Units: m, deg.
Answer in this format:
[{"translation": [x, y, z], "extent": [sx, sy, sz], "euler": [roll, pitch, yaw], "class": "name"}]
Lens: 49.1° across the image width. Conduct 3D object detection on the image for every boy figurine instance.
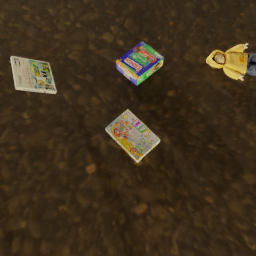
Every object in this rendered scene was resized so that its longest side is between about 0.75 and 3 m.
[{"translation": [3.395, -2.078, 8.620], "extent": [1.881, 0.606, 1.170], "euler": [14, 86, 12], "class": "boy figurine"}]

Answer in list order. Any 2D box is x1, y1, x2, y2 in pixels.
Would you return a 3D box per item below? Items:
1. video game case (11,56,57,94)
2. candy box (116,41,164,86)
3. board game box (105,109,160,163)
[{"translation": [-2.755, -1.543, 8.165], "extent": [1.135, 0.137, 1.245], "euler": [3, 52, -36], "class": "video game case"}, {"translation": [0.364, -2.028, 8.758], "extent": [1.161, 0.447, 0.982], "euler": [-41, 67, -15], "class": "candy box"}, {"translation": [0.126, 0.203, 7.913], "extent": [0.888, 0.226, 1.320], "euler": [-42, 72, -14], "class": "board game box"}]
